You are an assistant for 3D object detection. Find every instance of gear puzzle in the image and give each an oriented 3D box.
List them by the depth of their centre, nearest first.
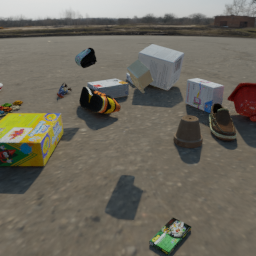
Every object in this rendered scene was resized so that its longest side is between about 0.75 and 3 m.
[{"bbox_3d":[-5.676,-0.999,13.184,1.026,0.259,1.981,10,25,21],"label":"gear puzzle"}]

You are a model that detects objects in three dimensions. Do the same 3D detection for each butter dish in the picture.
[{"bbox_3d":[5.388,-0.975,11.902,1.902,1.406,1.896,6,-17,3],"label":"butter dish"}]

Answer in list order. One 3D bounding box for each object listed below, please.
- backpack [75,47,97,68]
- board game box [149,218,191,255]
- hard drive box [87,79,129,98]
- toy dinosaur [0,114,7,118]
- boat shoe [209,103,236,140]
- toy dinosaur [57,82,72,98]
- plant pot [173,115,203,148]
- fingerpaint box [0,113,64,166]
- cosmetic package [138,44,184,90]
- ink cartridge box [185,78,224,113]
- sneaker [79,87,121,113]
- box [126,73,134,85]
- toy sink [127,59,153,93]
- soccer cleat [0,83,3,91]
[{"bbox_3d":[-1.956,-3.187,12.895,0.595,0.785,0.941,30,62,34],"label":"backpack"},{"bbox_3d":[0.903,2.250,5.893,0.478,0.107,0.913,21,31,35],"label":"board game box"},{"bbox_3d":[-1.082,-2.109,15.202,1.817,0.698,1.416,-15,27,-30],"label":"hard drive box"},{"bbox_3d":[-6.381,-0.756,12.227,2.665,0.633,1.175,0,38,-2],"label":"toy dinosaur"},{"bbox_3d":[3.605,-0.340,10.886,0.874,0.875,2.365,0,23,1],"label":"boat shoe"},{"bbox_3d":[-3.585,-1.941,15.388,1.333,0.700,1.210,-29,15,42],"label":"toy dinosaur"},{"bbox_3d":[2.144,0.074,9.906,1.045,0.911,1.045,-1,24,0],"label":"plant pot"},{"bbox_3d":[-3.446,0.322,9.344,2.004,0.881,2.402,0,24,1],"label":"fingerpaint box"},{"bbox_3d":[1.873,-3.633,16.577,2.175,1.795,1.793,23,40,22],"label":"cosmetic package"},{"bbox_3d":[3.562,-1.555,13.225,0.728,1.243,1.720,-13,27,-28],"label":"ink cartridge box"},{"bbox_3d":[-1.351,-1.214,13.136,1.229,0.955,2.732,11,12,-32],"label":"sneaker"},{"bbox_3d":[1.297,-3.268,18.235,2.477,0.450,1.788,-7,24,-13],"label":"box"},{"bbox_3d":[0.447,-1.726,9.412,0.535,0.954,0.622,-38,60,-4],"label":"toy sink"},{"bbox_3d":[-7.945,-2.277,15.175,0.827,1.026,2.409,17,29,33],"label":"soccer cleat"}]
